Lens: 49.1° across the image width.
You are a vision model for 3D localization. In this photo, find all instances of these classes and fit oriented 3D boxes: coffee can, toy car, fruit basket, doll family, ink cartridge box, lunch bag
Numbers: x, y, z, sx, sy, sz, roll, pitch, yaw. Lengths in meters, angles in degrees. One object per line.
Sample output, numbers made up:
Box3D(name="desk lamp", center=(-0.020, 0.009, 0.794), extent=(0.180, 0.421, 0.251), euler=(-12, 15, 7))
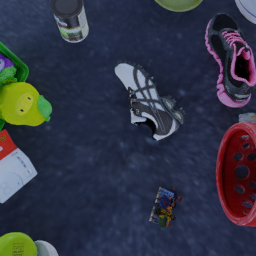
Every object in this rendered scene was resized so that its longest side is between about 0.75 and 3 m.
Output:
Box3D(name="coffee can", center=(-1.619, -3.131, 7.958), extent=(0.867, 1.185, 0.867), euler=(0, 75, 0))
Box3D(name="toy car", center=(-2.793, 3.469, 5.971), extent=(1.824, 2.129, 2.433), euler=(-6, 73, 37))
Box3D(name="fruit basket", center=(-3.287, -0.813, 7.145), extent=(2.595, 1.871, 2.595), euler=(-6, 68, 15))
Box3D(name="doll family", center=(0.972, 1.973, 6.967), extent=(0.642, 0.436, 1.111), euler=(17, 72, 10))
Box3D(name="ink cartridge box", center=(-2.947, 0.892, 6.672), extent=(0.326, 1.380, 1.105), euler=(1, 32, 39))
Box3D(name="lunch bag", center=(3.373, -0.034, 7.471), extent=(0.811, 0.494, 0.691), euler=(3, 75, 1))

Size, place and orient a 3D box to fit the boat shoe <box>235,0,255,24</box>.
Box3D(name="boat shoe", center=(3.744, -4.303, 8.470), extent=(0.896, 0.818, 2.489), euler=(-16, 75, -4))

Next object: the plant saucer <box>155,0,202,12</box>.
Box3D(name="plant saucer", center=(1.485, -4.457, 8.608), extent=(1.929, 0.300, 1.929), euler=(0, 87, -7))

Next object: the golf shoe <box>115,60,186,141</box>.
Box3D(name="golf shoe", center=(0.330, -0.750, 7.440), extent=(1.163, 0.957, 2.462), euler=(-42, 78, -10))

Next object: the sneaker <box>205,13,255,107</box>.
Box3D(name="sneaker", center=(2.906, -2.068, 7.598), extent=(1.125, 1.358, 2.848), euler=(-8, 73, -1))

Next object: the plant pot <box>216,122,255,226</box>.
Box3D(name="plant pot", center=(3.356, 1.073, 6.282), extent=(2.055, 2.256, 2.256), euler=(6, 75, -3))
